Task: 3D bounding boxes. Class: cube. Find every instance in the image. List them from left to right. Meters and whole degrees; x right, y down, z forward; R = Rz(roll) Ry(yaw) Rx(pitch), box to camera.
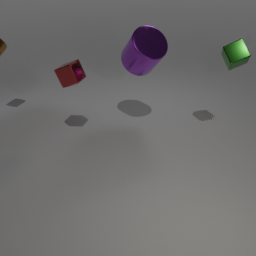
[{"bbox_3d":[-2.044,-1.940,9.982,0.700,0.700,0.700,-12,25,25],"label":"cube"},{"bbox_3d":[3.782,-2.571,9.865,0.700,0.700,0.700,-22,-12,10],"label":"cube"}]

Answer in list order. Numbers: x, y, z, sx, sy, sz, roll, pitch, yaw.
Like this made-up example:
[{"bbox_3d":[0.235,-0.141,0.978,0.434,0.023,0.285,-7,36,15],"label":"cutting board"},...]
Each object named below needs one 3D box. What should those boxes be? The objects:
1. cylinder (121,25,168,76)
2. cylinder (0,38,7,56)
[{"bbox_3d":[0.594,-2.903,10.666,1.400,1.400,1.400,-14,-10,-22],"label":"cylinder"},{"bbox_3d":[-5.326,-3.189,11.158,0.700,0.700,0.700,14,65,24],"label":"cylinder"}]
